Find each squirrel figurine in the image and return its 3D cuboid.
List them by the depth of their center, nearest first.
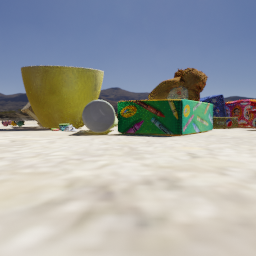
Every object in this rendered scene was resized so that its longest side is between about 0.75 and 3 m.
[{"bbox_3d":[2.145,-1.182,11.366,1.841,2.601,2.428,35,-6,13],"label":"squirrel figurine"}]

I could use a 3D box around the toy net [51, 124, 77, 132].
[{"bbox_3d":[-1.825,-0.009,8.053,0.555,0.204,1.058,-1,3,-33],"label":"toy net"}]

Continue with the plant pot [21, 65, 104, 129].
[{"bbox_3d":[-2.420,-1.095,10.484,2.978,2.114,2.978,2,6,0],"label":"plant pot"}]

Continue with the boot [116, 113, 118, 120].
[{"bbox_3d":[0.990,-0.571,16.050,2.888,1.045,2.403,-15,-20,29],"label":"boot"}]

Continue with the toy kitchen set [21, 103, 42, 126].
[{"bbox_3d":[-2.940,-1.110,13.005,2.325,2.850,2.571,44,-17,-21],"label":"toy kitchen set"}]

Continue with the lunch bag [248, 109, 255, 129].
[{"bbox_3d":[4.733,-0.234,8.610,1.705,0.699,1.502,2,-2,41],"label":"lunch bag"}]

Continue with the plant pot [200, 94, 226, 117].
[{"bbox_3d":[3.171,-0.645,11.527,1.196,1.331,1.331,-8,3,-8],"label":"plant pot"}]

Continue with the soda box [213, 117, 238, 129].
[{"bbox_3d":[3.301,-0.179,10.007,1.284,0.411,0.435,-1,1,-22],"label":"soda box"}]

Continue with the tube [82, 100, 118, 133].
[{"bbox_3d":[-0.722,-0.201,7.675,0.855,0.765,2.949,43,-4,-2],"label":"tube"}]

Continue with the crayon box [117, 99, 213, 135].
[{"bbox_3d":[1.095,-0.278,7.257,1.592,0.781,2.681,1,2,31],"label":"crayon box"}]

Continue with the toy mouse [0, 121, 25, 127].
[{"bbox_3d":[-5.242,-0.201,12.827,1.383,0.268,1.229,-2,2,-36],"label":"toy mouse"}]

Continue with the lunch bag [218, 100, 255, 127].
[{"bbox_3d":[5.447,-0.529,11.968,2.396,1.114,2.720,4,1,-24],"label":"lunch bag"}]
